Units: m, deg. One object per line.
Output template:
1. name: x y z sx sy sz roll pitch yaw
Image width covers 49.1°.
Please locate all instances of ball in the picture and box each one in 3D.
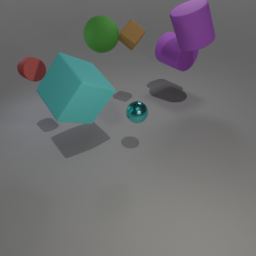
1. ball: 0.286 -0.495 8.791 0.700 0.700 0.700 0 33 0
2. ball: -1.046 -3.676 11.016 1.400 1.400 1.400 0 33 0

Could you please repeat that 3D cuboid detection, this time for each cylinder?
1. cylinder: 2.422 -3.833 10.458 1.400 1.400 1.400 -17 37 14
2. cylinder: 2.179 -3.431 12.571 1.400 1.400 1.400 -25 45 -33
3. cylinder: -2.992 -1.836 8.697 0.700 0.700 0.700 -21 27 -29

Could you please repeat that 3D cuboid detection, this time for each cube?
1. cube: -1.526 -1.106 8.225 1.400 1.400 1.400 4 41 -55
2. cube: 0.130 -3.494 10.542 0.700 0.700 0.700 38 81 -5
